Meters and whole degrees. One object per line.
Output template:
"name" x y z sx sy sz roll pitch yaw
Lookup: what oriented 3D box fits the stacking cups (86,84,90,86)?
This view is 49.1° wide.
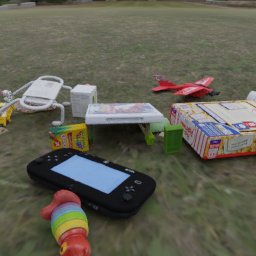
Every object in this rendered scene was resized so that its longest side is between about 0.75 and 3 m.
"stacking cups" -1.789 -1.493 11.127 0.367 0.367 1.214 4 28 8

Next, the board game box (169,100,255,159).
"board game box" 2.932 -0.077 7.963 2.864 0.663 2.169 -4 28 -15

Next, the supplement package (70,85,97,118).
"supplement package" -1.466 -0.903 9.460 0.681 0.904 0.686 6 29 10

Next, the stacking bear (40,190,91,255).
"stacking bear" -0.987 1.775 4.805 0.673 0.719 1.183 30 17 -38

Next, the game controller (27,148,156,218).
"game controller" -0.824 1.069 6.140 2.800 0.590 1.461 16 33 26

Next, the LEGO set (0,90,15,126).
"LEGO set" -4.203 -0.459 8.820 0.657 0.812 1.765 0 35 9

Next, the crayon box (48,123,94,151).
"crayon box" -1.468 0.291 7.427 1.154 0.732 0.293 -9 30 -15

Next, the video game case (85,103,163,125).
"video game case" -0.180 -0.457 8.079 1.987 0.251 2.181 -1 13 -5

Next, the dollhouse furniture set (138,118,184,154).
"dollhouse furniture set" 0.932 -0.096 8.113 0.991 0.766 1.983 -5 29 -10

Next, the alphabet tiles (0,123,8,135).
"alphabet tiles" -4.495 0.023 8.648 1.551 0.059 1.297 18 33 30

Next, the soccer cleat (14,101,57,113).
"soccer cleat" -3.225 -0.815 9.814 1.417 0.491 0.550 -3 23 -21

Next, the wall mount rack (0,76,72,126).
"wall mount rack" -3.197 -0.897 9.309 2.447 1.050 2.816 7 28 -4

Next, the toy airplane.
"toy airplane" 2.202 -1.599 11.140 2.894 0.532 2.894 1 26 -1

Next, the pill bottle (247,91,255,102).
"pill bottle" 4.736 -0.722 9.183 1.543 0.866 0.866 23 36 37
